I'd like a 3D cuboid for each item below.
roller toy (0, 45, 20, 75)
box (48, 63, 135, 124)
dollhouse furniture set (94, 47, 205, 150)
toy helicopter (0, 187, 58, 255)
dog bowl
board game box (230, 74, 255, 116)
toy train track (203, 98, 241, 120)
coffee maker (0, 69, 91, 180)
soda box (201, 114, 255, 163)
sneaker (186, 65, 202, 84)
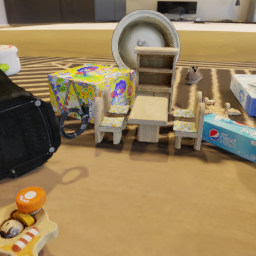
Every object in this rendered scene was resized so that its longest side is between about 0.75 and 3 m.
[{"bbox_3d":[-5.869,-3.152,12.768,1.814,1.268,1.655,11,27,22],"label":"roller toy"},{"bbox_3d":[-1.032,-1.119,8.443,1.824,1.155,1.894,16,29,30],"label":"box"},{"bbox_3d":[0.612,-0.909,7.107,2.402,1.820,2.740,4,25,7],"label":"dollhouse furniture set"},{"bbox_3d":[-1.332,1.498,3.344,1.097,0.655,1.659,-16,32,-28],"label":"toy helicopter"},{"bbox_3d":[0.531,-2.661,9.353,2.287,2.287,0.843,-4,7,-9],"label":"dog bowl"},{"bbox_3d":[5.048,-1.071,8.943,2.901,0.629,2.887,4,25,8],"label":"board game box"},{"bbox_3d":[2.625,-0.392,7.741,1.468,0.416,2.559,-2,25,-3],"label":"toy train track"},{"bbox_3d":[-2.647,-0.203,6.001,2.602,1.824,2.709,1,20,-37],"label":"coffee maker"},{"bbox_3d":[2.359,0.179,6.351,0.545,0.515,1.606,-18,31,-34],"label":"soda box"},{"bbox_3d":[2.812,-2.326,11.718,0.591,0.634,1.678,8,26,17],"label":"sneaker"}]
